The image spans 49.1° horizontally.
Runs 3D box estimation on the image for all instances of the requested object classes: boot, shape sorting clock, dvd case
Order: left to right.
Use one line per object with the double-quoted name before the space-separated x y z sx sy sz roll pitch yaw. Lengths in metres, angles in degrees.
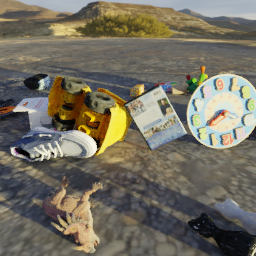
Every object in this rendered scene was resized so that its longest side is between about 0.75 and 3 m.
"boot" -2.110 0.610 7.837 2.385 0.868 1.078 5 31 29
"dvd case" 0.792 -0.267 8.175 1.200 1.682 0.148 -27 15 15
"shape sorting clock" 2.861 -0.464 8.348 2.257 2.257 0.443 -3 18 -7

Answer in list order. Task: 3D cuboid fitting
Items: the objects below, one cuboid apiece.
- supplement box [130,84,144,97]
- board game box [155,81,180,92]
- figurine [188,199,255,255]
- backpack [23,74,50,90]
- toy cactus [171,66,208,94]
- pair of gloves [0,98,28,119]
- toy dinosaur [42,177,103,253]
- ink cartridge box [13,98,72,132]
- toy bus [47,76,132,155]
"supplement box" 0.472 -1.920 14.347 0.380 0.393 1.143 5 26 19
"board game box" 2.254 -2.286 15.398 1.233 0.249 0.943 -15 27 -32
"figurine" 1.991 1.807 5.178 1.319 0.568 1.287 -16 23 -35
"backpack" -4.865 -2.543 15.338 1.029 0.970 1.261 9 46 26
"toy cactus" 3.277 -2.193 14.224 2.132 1.321 2.584 -11 32 -1
"pair of gloves" -5.349 -0.792 11.773 2.229 0.276 1.986 13 27 35
"toy dinosaur" -1.211 1.600 5.444 1.733 0.744 1.175 7 29 29
"ink cartridge box" -2.647 -0.503 10.231 2.576 0.867 1.509 0 24 -3
"toy bus" -0.963 -0.603 9.021 2.503 1.699 2.403 34 30 24
